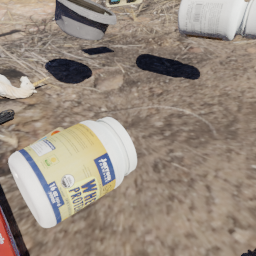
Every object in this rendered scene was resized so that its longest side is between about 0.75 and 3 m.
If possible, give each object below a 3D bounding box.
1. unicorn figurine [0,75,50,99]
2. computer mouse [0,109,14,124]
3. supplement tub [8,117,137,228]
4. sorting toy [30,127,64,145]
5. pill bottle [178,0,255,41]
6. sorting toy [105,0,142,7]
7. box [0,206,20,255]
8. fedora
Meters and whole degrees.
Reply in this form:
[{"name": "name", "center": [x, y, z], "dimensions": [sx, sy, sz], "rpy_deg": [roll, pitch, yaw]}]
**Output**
[{"name": "unicorn figurine", "center": [-4.568, -1.622, 9.457], "dimensions": [2.032, 1.092, 2.958], "rpy_deg": [37, 32, 26]}, {"name": "computer mouse", "center": [-4.994, -0.480, 8.674], "dimensions": [2.522, 0.580, 1.770], "rpy_deg": [30, 40, 16]}, {"name": "supplement tub", "center": [-1.154, 0.859, 6.196], "dimensions": [2.374, 1.714, 1.714], "rpy_deg": [-27, 47, -28]}, {"name": "sorting toy", "center": [-1.877, 0.535, 7.754], "dimensions": [1.112, 0.200, 1.493], "rpy_deg": [-33, 50, -32]}, {"name": "pill bottle", "center": [2.687, -3.195, 8.085], "dimensions": [2.233, 1.277, 1.277], "rpy_deg": [16, 43, 25]}, {"name": "sorting toy", "center": [-0.070, -4.279, 8.471], "dimensions": [1.234, 1.333, 0.243], "rpy_deg": [-11, 64, -10]}, {"name": "box", "center": [-2.541, 2.352, 4.726], "dimensions": [1.300, 1.358, 2.724], "rpy_deg": [-24, 46, -25]}, {"name": "fedora", "center": [-1.284, -2.938, 7.473], "dimensions": [1.946, 0.879, 1.721], "rpy_deg": [25, 28, 0]}]
